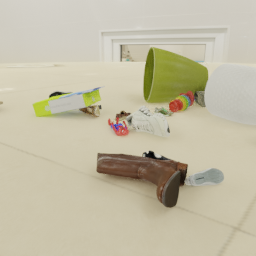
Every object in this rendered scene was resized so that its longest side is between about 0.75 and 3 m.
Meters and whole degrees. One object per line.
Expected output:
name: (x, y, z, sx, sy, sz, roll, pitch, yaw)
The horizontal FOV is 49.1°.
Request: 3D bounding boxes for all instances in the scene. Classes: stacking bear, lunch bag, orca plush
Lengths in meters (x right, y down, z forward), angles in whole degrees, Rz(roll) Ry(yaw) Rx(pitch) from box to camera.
stacking bear: (2.345, -1.115, 12.676, 1.284, 0.730, 0.780, -27, 11, -38)
lunch bag: (3.927, -1.482, 13.854, 0.974, 0.698, 1.188, -3, 22, -9)
orca plush: (0.749, 0.901, 6.790, 1.126, 0.400, 0.592, 20, -20, 29)

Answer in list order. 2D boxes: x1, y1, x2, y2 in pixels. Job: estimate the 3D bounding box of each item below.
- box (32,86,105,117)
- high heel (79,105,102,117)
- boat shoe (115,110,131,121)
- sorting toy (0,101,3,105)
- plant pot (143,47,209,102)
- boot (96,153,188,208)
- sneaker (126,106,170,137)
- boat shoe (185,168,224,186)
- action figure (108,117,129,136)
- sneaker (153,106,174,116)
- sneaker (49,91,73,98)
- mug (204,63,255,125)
box: (-2.418, -1.151, 11.891, 2.706, 0.645, 1.650, -9, 13, 19)
high heel: (-1.671, -0.699, 11.761, 0.987, 0.494, 1.384, -6, 15, 4)
boat shoe: (-0.172, -0.550, 11.364, 0.338, 0.337, 0.937, 14, 22, 39)
sorting toy: (-6.432, -0.879, 12.306, 1.206, 0.423, 2.501, 5, 17, 16)
plant pot: (2.506, -2.635, 14.554, 2.983, 2.792, 2.792, 4, 16, -7)
boot: (0.083, 0.947, 5.807, 2.055, 0.660, 1.915, 9, 6, 19)
sneaker: (0.657, -0.112, 9.405, 0.886, 0.822, 2.187, -22, 22, -17)
boat shoe: (1.622, 1.052, 5.991, 0.978, 0.360, 0.326, 4, -17, -32)
action figure: (-0.322, -0.050, 9.692, 0.519, 0.410, 1.586, -3, 19, -18)
sneaker: (1.494, -0.721, 11.846, 0.873, 0.387, 0.336, 5, 17, 16)
sneaker: (-3.390, -1.643, 14.716, 1.458, 0.552, 0.638, -11, 25, -31)
mug: (4.829, -1.235, 10.559, 2.896, 2.138, 2.539, -11, 23, -33)
